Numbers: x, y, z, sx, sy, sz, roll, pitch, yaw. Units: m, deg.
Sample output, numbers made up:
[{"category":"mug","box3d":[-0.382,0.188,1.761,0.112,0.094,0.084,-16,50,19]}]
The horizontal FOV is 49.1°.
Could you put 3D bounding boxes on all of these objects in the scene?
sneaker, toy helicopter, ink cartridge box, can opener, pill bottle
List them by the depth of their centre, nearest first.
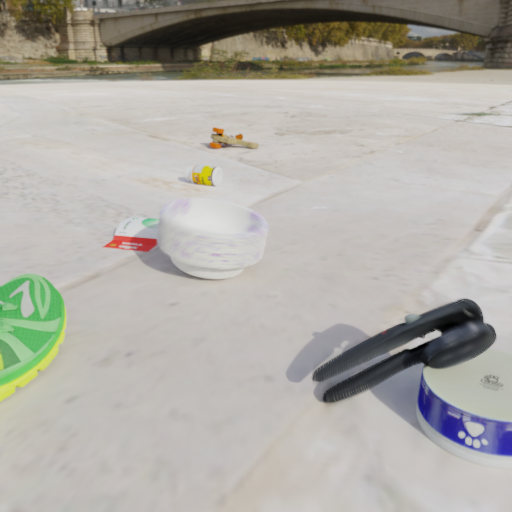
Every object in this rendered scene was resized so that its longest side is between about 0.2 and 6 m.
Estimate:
[{"category":"can opener","box3d":[1.276,0.853,5.059,1.662,0.527,0.653,-23,-10,15]},{"category":"sneaker","box3d":[-2.770,0.759,5.105,1.115,1.258,3.010,5,21,14]},{"category":"ink cartridge box","box3d":[-1.986,-0.384,9.473,0.852,0.265,1.058,5,20,15]},{"category":"pill bottle","box3d":[-1.225,-1.878,13.024,0.826,0.451,0.451,10,23,24]},{"category":"toy helicopter","box3d":[-0.665,-3.565,17.476,1.533,0.605,1.014,15,14,8]}]

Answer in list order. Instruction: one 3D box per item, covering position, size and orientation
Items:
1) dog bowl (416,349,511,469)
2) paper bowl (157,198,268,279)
[{"category":"dog bowl","box3d":[2.014,1.277,4.883,1.161,0.457,1.161,0,21,0]},{"category":"paper bowl","box3d":[-0.649,-0.222,8.058,1.550,0.806,1.550,10,23,-4]}]
